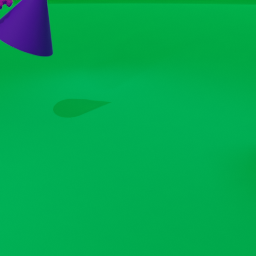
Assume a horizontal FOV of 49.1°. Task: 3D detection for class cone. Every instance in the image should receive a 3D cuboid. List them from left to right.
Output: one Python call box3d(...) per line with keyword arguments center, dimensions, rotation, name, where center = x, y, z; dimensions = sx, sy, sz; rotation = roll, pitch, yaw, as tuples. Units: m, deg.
box3d(center=(-2.478, -3.033, 7.341), dimensions=(1.663, 1.669, 1.663), rotation=(25, 24, -12), name="cone")

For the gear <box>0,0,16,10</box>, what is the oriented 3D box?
box3d(center=(-3.290, -3.497, 6.878), dimensions=(1.099, 1.099, 0.203), rotation=(-18, 2, -32), name="gear")
